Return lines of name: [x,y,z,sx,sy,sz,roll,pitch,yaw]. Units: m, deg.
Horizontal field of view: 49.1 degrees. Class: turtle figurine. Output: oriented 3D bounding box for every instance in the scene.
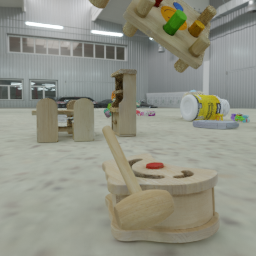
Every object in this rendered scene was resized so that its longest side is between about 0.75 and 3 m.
turtle figurine: [-0.176,-0.949,13.431,1.505,1.012,2.010,15,-22,-39]

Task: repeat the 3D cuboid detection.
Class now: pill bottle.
pill bottle: [3.165,-0.816,11.419,1.893,1.060,1.060,-2,5,-25]

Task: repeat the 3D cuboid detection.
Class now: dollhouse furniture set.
dollhouse furniture set: [-0.933,-0.522,5.939,2.083,1.384,1.826,-1,5,-15]

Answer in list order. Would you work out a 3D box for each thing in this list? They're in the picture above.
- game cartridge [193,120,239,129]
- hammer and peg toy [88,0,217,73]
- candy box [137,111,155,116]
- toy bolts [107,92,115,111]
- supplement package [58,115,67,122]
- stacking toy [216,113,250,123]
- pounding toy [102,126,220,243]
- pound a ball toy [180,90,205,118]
game cartridge: [2.481,-0.102,8.065,0.758,0.236,1.138,-9,9,-38]
hammer and peg toy: [0.443,-1.789,4.155,1.847,1.358,0.651,33,-41,-11]
candy box: [1.070,-0.857,16.493,0.626,0.280,0.917,-6,7,-44]
toy bolts: [-0.392,-1.479,17.933,1.165,1.604,1.679,6,20,-27]
supplement package: [-2.431,-0.448,10.838,0.587,0.418,0.754,-1,6,-14]
stacking toy: [4.191,-0.348,10.490,1.101,0.343,1.460,-4,8,-20]
pounding toy: [0.163,0.250,1.571,0.584,0.586,1.022,-5,6,-9]
pound a ball toy: [3.364,-1.131,13.371,1.638,1.067,2.512,-2,-5,8]
